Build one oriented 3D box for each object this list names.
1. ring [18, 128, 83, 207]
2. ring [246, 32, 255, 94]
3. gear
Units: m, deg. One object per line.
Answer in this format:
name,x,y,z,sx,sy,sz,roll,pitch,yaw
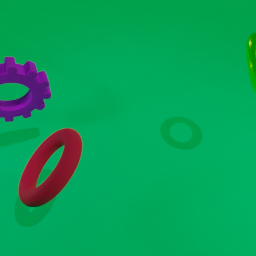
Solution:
ring,-1.488,0.712,5.332,1.645,0.329,1.645,-32,35,26
ring,2.851,-1.362,6.090,0.282,1.412,1.412,-8,36,34
gear,-2.751,-0.827,6.495,1.836,1.836,0.340,-15,61,-15
